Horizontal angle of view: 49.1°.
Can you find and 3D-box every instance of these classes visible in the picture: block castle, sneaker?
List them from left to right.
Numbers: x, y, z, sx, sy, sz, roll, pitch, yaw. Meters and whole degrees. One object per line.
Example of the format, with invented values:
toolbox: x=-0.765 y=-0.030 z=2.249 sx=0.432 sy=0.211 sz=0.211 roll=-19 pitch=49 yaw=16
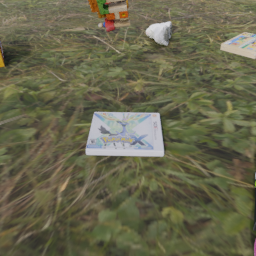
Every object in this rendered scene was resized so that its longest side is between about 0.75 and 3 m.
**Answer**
block castle: x=-0.563 y=-3.755 z=7.529 sx=0.975 sy=2.079 sz=1.389 roll=-7 pitch=65 yaw=5
sneaker: x=1.367 y=-4.399 z=13.139 sx=1.171 sy=0.918 sz=2.357 roll=3 pitch=26 yaw=15

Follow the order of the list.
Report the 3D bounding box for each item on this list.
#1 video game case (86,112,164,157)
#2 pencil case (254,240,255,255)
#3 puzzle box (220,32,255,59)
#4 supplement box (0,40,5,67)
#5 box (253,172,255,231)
video game case: x=-0.053 y=0.107 z=7.212 sx=1.846 sy=0.203 sz=1.683 roll=1 pitch=35 yaw=1
pencil case: x=3.151 y=2.004 z=3.663 sx=2.623 sy=1.229 sz=1.190 roll=6 pitch=36 yaw=7
puzzle box: x=5.449 y=-3.752 z=12.568 sx=1.594 sy=0.305 sz=2.397 roll=29 pitch=44 yaw=33
supplement box: x=-6.008 y=-3.184 z=10.922 sx=1.930 sy=1.281 sz=1.904 roll=-13 pitch=37 yaw=-17
box: x=2.921 y=1.041 z=5.056 sx=0.979 sy=1.170 sz=1.575 roll=12 pitch=37 yaw=17
